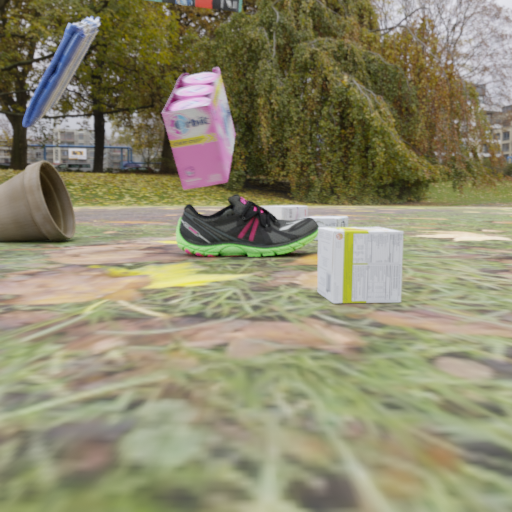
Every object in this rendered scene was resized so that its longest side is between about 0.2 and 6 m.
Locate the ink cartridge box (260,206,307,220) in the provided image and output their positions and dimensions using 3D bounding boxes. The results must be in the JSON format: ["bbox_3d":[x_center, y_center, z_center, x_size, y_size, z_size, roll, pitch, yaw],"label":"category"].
[{"bbox_3d":[0.792,-0.997,15.817,0.831,0.835,1.138,6,8,44],"label":"ink cartridge box"}]

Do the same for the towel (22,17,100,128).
[{"bbox_3d":[-3.636,-3.541,10.525,0.326,2.014,2.742,30,18,-20],"label":"towel"}]

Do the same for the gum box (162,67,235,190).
[{"bbox_3d":[-0.961,-2.398,10.176,0.809,1.388,2.445,-8,32,7],"label":"gum box"}]

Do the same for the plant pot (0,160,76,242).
[{"bbox_3d":[-5.609,-1.138,13.605,1.729,1.993,1.993,-16,6,2],"label":"plant pot"}]

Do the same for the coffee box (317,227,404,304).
[{"bbox_3d":[1.176,0.083,6.439,0.797,0.806,0.805,-1,7,-6],"label":"coffee box"}]

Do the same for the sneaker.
[{"bbox_3d":[-0.120,-0.589,10.712,2.799,1.172,1.074,-1,7,-9],"label":"sneaker"}]

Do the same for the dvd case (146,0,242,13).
[{"bbox_3d":[-0.859,-3.164,5.698,1.535,1.120,0.169,9,32,7],"label":"dvd case"}]

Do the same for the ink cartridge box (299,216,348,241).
[{"bbox_3d":[1.749,-0.722,14.513,1.021,0.580,1.401,2,7,20],"label":"ink cartridge box"}]
